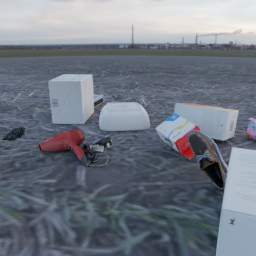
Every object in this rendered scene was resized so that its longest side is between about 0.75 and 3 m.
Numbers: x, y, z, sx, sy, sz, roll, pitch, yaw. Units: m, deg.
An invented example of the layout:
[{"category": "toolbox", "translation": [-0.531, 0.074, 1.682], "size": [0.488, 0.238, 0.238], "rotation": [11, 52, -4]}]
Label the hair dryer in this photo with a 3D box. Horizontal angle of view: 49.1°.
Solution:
[{"category": "hair dryer", "translation": [-1.650, 0.537, 8.710], "size": [2.281, 0.620, 1.737], "rotation": [1, 20, 6]}]

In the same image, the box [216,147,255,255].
[{"category": "box", "translation": [2.521, 1.450, 4.982], "size": [1.583, 1.240, 2.544], "rotation": [8, 20, 21]}]

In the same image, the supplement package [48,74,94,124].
[{"category": "supplement package", "translation": [-2.412, -1.322, 12.287], "size": [1.411, 1.834, 1.918], "rotation": [2, 19, 6]}]

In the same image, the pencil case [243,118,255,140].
[{"category": "pencil case", "translation": [4.967, 0.193, 9.464], "size": [0.817, 0.817, 1.868], "rotation": [-16, 25, -40]}]

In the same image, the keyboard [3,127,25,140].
[{"category": "keyboard", "translation": [-4.195, 0.135, 10.498], "size": [0.639, 0.243, 1.228], "rotation": [-1, 20, -2]}]

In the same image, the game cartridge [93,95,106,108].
[{"category": "game cartridge", "translation": [-2.229, -1.381, 14.784], "size": [1.434, 0.435, 2.150], "rotation": [9, 20, 16]}]

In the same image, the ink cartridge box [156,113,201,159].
[{"category": "ink cartridge box", "translation": [1.663, 0.217, 8.676], "size": [0.880, 0.509, 1.515], "rotation": [-38, 36, -10]}]

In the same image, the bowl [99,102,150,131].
[{"category": "bowl", "translation": [-0.175, -0.560, 11.743], "size": [2.098, 0.784, 2.101], "rotation": [-1, 17, -6]}]

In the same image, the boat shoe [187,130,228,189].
[{"category": "boat shoe", "translation": [1.966, 0.754, 6.798], "size": [0.578, 1.600, 0.579], "rotation": [-41, -9, 29]}]

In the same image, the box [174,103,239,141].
[{"category": "box", "translation": [2.774, -0.279, 10.087], "size": [1.907, 1.014, 1.452], "rotation": [12, 11, 31]}]
